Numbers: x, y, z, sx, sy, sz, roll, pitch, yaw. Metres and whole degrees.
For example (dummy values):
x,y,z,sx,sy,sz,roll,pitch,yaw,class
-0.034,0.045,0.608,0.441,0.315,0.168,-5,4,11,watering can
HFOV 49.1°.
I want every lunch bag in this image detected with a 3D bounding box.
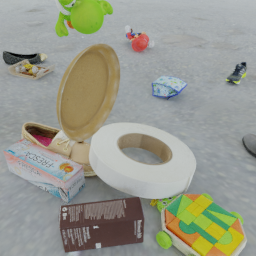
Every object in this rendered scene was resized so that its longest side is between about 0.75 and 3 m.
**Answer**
x,y,z,sx,sy,sz,roll,pitch,yaw,class
1.487,-1.446,9.984,1.023,0.652,0.870,10,34,31,lunch bag

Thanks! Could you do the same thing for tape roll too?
x,y,z,sx,sy,sz,roll,pitch,yaw,class
0.346,0.650,6.577,2.511,0.459,2.511,11,27,-5,tape roll

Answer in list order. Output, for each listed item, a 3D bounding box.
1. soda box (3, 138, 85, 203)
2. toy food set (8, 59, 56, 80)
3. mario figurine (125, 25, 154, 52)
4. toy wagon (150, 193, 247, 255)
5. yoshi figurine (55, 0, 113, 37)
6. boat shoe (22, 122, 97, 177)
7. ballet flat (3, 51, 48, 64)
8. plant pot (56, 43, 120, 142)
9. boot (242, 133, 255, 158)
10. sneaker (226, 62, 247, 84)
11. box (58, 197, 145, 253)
x,y,z,sx,sy,sz,roll,pitch,yaw,class
-1.943,0.933,6.456,1.952,0.668,0.621,20,39,26,soda box
-4.015,-2.531,11.720,1.594,0.481,1.144,15,37,21,toy food set
0.593,-4.684,14.320,1.313,1.127,2.127,-12,33,-9,mario figurine
1.222,1.809,5.427,1.499,0.382,1.932,-28,43,-35,toy wagon
-1.196,-3.003,7.380,1.502,1.508,2.683,17,14,-8,yoshi figurine
-1.655,0.458,6.968,2.537,0.877,0.935,13,36,18,boat shoe
-4.654,-3.214,12.656,1.969,0.559,0.654,-4,34,-6,ballet flat
-0.531,-0.476,3.803,0.187,1.359,1.359,21,39,22,plant pot
3.526,0.348,6.936,0.582,1.097,1.667,-9,35,-12,boot
4.326,-2.208,11.133,0.554,0.607,1.500,20,39,27,sneaker
-0.468,1.777,5.161,1.491,0.747,0.559,-6,35,-7,box
